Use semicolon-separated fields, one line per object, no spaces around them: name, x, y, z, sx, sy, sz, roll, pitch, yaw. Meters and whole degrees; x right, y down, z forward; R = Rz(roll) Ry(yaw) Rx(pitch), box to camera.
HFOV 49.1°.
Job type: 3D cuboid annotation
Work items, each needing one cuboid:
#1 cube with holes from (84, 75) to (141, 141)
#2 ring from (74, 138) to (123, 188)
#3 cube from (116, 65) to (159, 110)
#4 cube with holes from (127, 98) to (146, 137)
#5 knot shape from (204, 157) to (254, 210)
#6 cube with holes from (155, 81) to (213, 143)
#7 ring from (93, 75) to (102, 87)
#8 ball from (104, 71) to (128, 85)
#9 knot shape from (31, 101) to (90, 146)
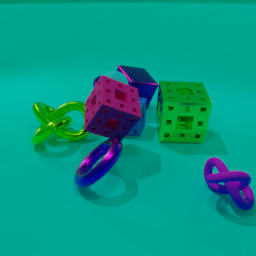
cube with holes;-0.407;-0.470;7.001;1.021;1.021;1.021;18;45;-25
ring;-0.666;0.753;6.261;1.382;0.276;1.382;-39;16;14
cube;0.171;-1.399;9.869;1.129;1.129;1.129;0;41;-32
cube with holes;0.030;-0.376;8.638;0.897;0.897;0.897;6;27;12
knot shape;1.998;1.072;5.785;0.575;1.245;1.165;-51;33;-5
cube with holes;1.543;-0.493;8.143;1.294;1.294;1.294;2;34;-1
ring;-0.814;-1.848;11.933;1.361;0.272;1.361;7;40;-6
ball;-0.420;-1.283;8.446;0.863;0.863;0.863;0;27;0
knot shape;-2.074;-0.117;8.027;1.888;0.872;1.767;14;36;18
